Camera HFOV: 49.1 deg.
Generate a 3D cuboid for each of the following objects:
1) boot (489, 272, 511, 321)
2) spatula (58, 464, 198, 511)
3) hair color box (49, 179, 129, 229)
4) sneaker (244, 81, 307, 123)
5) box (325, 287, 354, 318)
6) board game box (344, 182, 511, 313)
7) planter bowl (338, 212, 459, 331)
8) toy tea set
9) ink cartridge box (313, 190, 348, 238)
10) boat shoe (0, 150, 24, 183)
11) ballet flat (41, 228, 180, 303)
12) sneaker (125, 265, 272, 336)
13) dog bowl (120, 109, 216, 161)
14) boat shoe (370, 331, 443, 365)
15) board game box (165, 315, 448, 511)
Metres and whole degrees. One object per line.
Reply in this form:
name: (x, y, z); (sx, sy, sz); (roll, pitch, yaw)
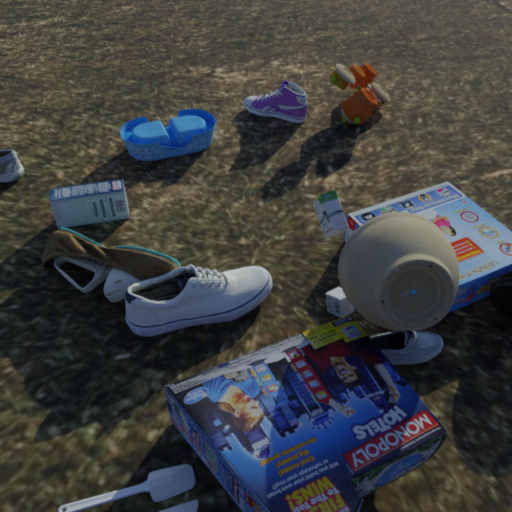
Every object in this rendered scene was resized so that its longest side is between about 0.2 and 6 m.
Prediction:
boot: (5.596, 0.414, 10.191); (2.702, 1.017, 2.020); (18, 51, 3)
spatula: (-1.656, 3.590, 7.469); (1.881, 0.151, 1.308); (-12, 50, -12)
hair color box: (-3.578, -1.119, 12.088); (1.543, 0.772, 0.467); (-9, 44, -11)
sneaker: (0.539, -4.401, 15.456); (1.877, 1.070, 0.680); (15, 46, 17)
box: (1.518, 0.841, 10.116); (0.342, 0.398, 0.400); (-23, 27, -28)
board game box: (3.555, -0.191, 11.103); (2.645, 0.739, 2.590); (-18, 46, -19)
planter bowl: (2.301, 0.396, 8.641); (1.888, 1.888, 1.270); (-1, 19, -1)
toy tea set: (2.806, -4.545, 15.758); (1.642, 1.022, 2.761); (51, 36, 3)
ink cartridge box: (1.334, -0.737, 10.054); (0.303, 0.534, 0.729); (-15, 80, -14)
boat shoe: (-6.708, -2.236, 13.337); (2.261, 0.725, 0.833); (6, 43, 7)
ballet flat: (-2.849, 0.266, 10.555); (2.927, 0.993, 1.059); (15, 62, 18)
sneaker: (-0.980, 0.646, 10.013); (2.761, 0.978, 1.008); (-18, 45, -18)
dog bowl: (-2.217, -3.079, 14.353); (2.439, 0.605, 1.360); (-14, 45, -16)
boat shoe: (2.479, 1.497, 9.418); (1.503, 0.535, 0.524); (-10, 43, -10)
board game box: (0.796, 2.688, 7.778); (3.212, 0.991, 3.210); (-18, 46, -18)
